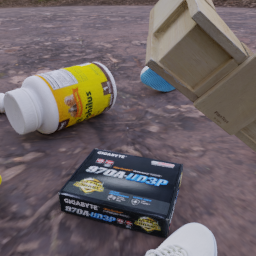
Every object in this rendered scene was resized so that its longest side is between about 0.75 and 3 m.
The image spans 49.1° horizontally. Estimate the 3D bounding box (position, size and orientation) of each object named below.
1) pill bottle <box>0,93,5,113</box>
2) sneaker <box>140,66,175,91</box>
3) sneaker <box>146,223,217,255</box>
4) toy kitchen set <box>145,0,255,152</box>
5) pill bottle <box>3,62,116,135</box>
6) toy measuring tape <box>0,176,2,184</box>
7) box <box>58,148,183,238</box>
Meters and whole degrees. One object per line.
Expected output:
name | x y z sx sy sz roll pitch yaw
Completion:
pill bottle | -4.094 -0.775 8.658 1.056 0.612 0.612 2 28 4
sneaker | 1.444 -2.112 10.824 1.208 1.144 2.990 10 23 44
sneaker | 0.487 1.866 3.486 0.847 0.821 2.320 20 34 33
toy kitchen set | 1.568 -1.193 3.684 2.051 1.673 1.850 34 36 -22
pill bottle | -1.791 -0.813 7.706 1.553 1.553 2.843 25 37 38
toy measuring tape | -2.873 1.411 4.281 0.952 0.952 2.589 8 29 14
box | -0.053 1.108 5.290 1.972 0.454 1.567 9 29 16
